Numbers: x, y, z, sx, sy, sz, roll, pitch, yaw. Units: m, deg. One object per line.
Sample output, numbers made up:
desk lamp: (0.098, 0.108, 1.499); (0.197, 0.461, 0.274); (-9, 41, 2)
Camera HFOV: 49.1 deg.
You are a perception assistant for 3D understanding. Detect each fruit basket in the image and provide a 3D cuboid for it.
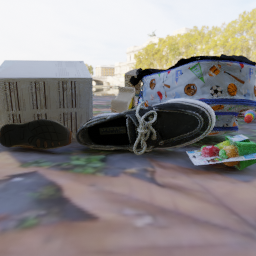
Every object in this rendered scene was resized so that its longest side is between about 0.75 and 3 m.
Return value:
fruit basket: (1.416, 0.362, 4.273); (0.949, 0.445, 0.879); (-2, 8, 5)

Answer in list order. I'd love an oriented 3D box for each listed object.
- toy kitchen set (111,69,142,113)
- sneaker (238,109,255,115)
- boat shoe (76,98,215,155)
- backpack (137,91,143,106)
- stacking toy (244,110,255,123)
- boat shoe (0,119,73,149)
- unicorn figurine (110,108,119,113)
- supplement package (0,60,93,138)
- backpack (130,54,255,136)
toy kitchen set: (1.038, -0.650, 9.305); (2.732, 1.609, 2.189); (9, 42, 12)
sneaker: (5.126, -0.983, 11.972); (1.090, 1.014, 2.524); (-5, 11, -40)
boat shoe: (0.253, -0.008, 5.066); (2.524, 0.932, 0.862); (0, 11, 19)
backpack: (1.155, -1.060, 11.938); (1.572, 1.159, 1.722); (1, 9, 5)
stacking toy: (4.310, -0.380, 9.983); (0.402, 0.402, 0.942); (5, 15, 30)
boat shoe: (-1.730, 0.143, 5.398); (1.486, 0.562, 0.549); (2, -9, 17)
unicorn figurine: (0.748, -0.372, 8.247); (2.080, 0.768, 1.429); (2, -16, -41)
supplement package: (-1.924, -0.728, 6.620); (1.968, 1.448, 1.882); (-3, 24, -14)
backpack: (1.671, -0.746, 6.483); (2.517, 1.939, 2.398); (-7, -5, -26)
